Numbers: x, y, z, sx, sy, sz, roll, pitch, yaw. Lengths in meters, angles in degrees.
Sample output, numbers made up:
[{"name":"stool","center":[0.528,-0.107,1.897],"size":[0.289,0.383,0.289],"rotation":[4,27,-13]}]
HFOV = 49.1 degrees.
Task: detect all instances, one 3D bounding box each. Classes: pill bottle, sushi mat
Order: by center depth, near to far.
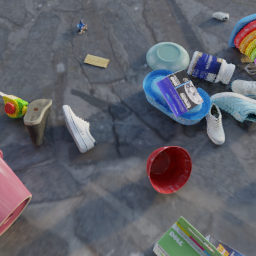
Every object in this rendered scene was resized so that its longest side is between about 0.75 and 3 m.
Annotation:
[{"name":"pill bottle","center":[3.585,-2.567,12.099],"size":[1.789,1.035,1.035],"rotation":[19,62,8]},{"name":"sushi mat","center":[-1.450,-3.099,12.965],"size":[1.107,0.067,0.530],"rotation":[16,62,9]}]

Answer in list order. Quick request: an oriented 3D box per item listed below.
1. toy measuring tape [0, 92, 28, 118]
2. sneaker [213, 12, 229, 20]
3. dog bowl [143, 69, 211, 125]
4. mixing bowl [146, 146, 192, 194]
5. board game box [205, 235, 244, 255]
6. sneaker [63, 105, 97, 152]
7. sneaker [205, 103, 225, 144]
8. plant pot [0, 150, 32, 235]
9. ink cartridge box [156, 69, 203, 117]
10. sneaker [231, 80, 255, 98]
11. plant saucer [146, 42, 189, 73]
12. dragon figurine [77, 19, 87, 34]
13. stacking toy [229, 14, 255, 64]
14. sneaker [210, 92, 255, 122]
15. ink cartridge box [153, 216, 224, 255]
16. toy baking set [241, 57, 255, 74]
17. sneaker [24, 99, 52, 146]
[{"name":"toy measuring tape","center":[-4.908,-0.950,11.416],"size":[2.265,0.833,0.833],"rotation":[22,63,20]},{"name":"sneaker","center":[4.746,-5.691,14.307],"size":[0.812,0.310,0.327],"rotation":[6,70,5]},{"name":"dog bowl","center":[1.941,-1.235,11.542],"size":[2.950,0.731,1.644],"rotation":[36,67,18]},{"name":"mixing bowl","center":[1.293,1.331,9.803],"size":[1.681,1.681,0.910],"rotation":[-27,21,-14]},{"name":"board game box","center":[2.922,4.547,8.286],"size":[2.365,0.729,2.364],"rotation":[-41,67,-20]},{"name":"sneaker","center":[-1.904,-0.036,10.934],"size":[0.744,0.768,2.102],"rotation":[-22,72,-21]},{"name":"sneaker","center":[3.414,-0.194,11.021],"size":[0.624,0.605,1.708],"rotation":[-7,61,-4]},{"name":"plant pot","center":[-4.558,2.065,8.785],"size":[2.436,2.721,2.721],"rotation":[37,66,2]},{"name":"ink cartridge box","center":[1.947,-1.331,10.458],"size":[1.530,0.332,1.515],"rotation":[-29,87,-37]},{"name":"sneaker","center":[5.407,-1.657,11.715],"size":[2.084,0.842,0.797],"rotation":[16,63,10]},{"name":"plant saucer","center":[1.860,-3.354,12.936],"size":[2.015,0.388,2.015],"rotation":[0,60,0]},{"name":"dragon figurine","center":[-2.358,-4.977,13.892],"size":[0.498,0.295,1.002],"rotation":[18,62,10]},{"name":"stacking toy","center":[5.918,-3.398,12.277],"size":[1.722,1.628,2.967],"rotation":[-20,64,-5]},{"name":"sneaker","center":[4.413,-0.758,11.208],"size":[2.269,0.839,0.930],"rotation":[12,57,7]},{"name":"ink cartridge box","center":[1.542,3.489,7.651],"size":[0.847,2.856,1.483],"rotation":[-40,68,-19]},{"name":"toy baking set","center":[6.380,-2.621,12.566],"size":[1.909,0.289,2.488],"rotation":[-26,64,-14]},{"name":"sneaker","center":[-3.514,-0.298,11.067],"size":[0.808,1.148,2.161],"rotation":[2,31,2]}]
